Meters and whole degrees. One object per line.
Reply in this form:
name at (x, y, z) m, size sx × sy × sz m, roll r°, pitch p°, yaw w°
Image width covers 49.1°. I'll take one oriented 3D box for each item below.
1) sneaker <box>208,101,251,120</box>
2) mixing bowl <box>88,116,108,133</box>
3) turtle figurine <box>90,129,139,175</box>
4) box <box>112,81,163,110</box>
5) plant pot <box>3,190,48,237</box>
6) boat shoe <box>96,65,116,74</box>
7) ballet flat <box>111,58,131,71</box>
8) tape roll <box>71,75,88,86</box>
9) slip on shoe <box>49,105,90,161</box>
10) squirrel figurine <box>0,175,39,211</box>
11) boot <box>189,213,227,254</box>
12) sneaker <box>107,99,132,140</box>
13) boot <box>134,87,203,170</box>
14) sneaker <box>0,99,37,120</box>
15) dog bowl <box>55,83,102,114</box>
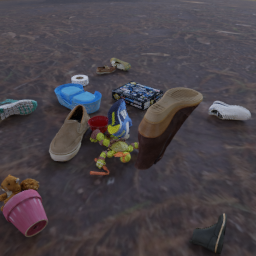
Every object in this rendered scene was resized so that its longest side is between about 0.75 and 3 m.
sneaker at (4.391, -0.614, 12.171) m, size 1.741 × 0.665 × 0.701 m, roll 17°, pitch 45°, yaw 35°
mixing bowl at (-1.162, -0.075, 11.342) m, size 0.899 × 0.487 × 0.899 m, roll 1°, pitch 33°, yaw 0°
turtle figurine at (-0.541, 0.690, 9.851) m, size 2.462 × 0.793 × 1.985 m, roll -20°, pitch 37°, yaw -28°
box at (0.453, -1.643, 13.811) m, size 2.022 × 0.465 × 1.607 m, roll 24°, pitch 39°, yaw 32°
plant pot at (-2.598, 2.277, 7.321) m, size 0.997 × 0.997 × 0.892 m, roll -26°, pitch 57°, yaw -34°
boat shoe at (-1.315, -3.546, 16.825) m, size 1.222 × 0.439 × 0.463 m, roll -15°, pitch 36°, yaw -23°
ballet flat at (-0.595, -3.927, 17.360) m, size 1.706 × 0.603 × 0.603 m, roll 26°, pitch 41°, yaw 33°
tape roll at (-2.665, -2.625, 15.496) m, size 0.920 × 0.322 × 0.920 m, roll 0°, pitch 33°, yaw 0°
slip on shoe at (-2.163, 0.108, 10.679) m, size 1.106 × 0.881 × 2.908 m, roll 8°, pitch 33°, yaw 12°
squirrel figurine at (-3.071, 1.765, 7.869) m, size 0.762 × 1.004 × 1.076 m, roll 4°, pitch 18°, yaw 45°
boot at (2.101, 2.596, 7.246) m, size 0.792 × 0.443 × 1.145 m, roll 9°, pitch 33°, yaw 23°
sneaker at (-0.291, -0.322, 10.595) m, size 0.720 × 0.801 × 1.948 m, roll -33°, pitch 35°, yaw 30°
boot at (1.081, -0.013, 7.808) m, size 0.842 × 1.936 × 2.328 m, roll 36°, pitch 43°, yaw 30°
sneaker at (-5.097, -1.020, 12.515) m, size 1.944 × 0.754 × 0.887 m, roll -13°, pitch 42°, yaw -22°
dog bowl at (-2.359, -1.400, 13.286) m, size 2.568 × 0.637 × 1.432 m, roll 26°, pitch 41°, yaw 34°
